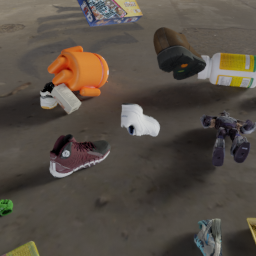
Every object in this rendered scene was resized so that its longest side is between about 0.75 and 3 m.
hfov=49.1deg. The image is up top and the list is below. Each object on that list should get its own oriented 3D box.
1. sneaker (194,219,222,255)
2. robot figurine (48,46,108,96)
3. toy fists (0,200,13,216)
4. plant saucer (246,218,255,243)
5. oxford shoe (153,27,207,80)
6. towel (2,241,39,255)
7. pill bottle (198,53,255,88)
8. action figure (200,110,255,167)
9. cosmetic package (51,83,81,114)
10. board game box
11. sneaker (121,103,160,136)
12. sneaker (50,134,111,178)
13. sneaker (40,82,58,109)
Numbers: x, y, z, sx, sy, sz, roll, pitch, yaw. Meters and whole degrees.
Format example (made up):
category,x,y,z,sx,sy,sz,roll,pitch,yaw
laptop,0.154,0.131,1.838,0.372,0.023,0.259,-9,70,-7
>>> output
category,x,y,z,sx,sy,sz,roll,pitch,yaw
sneaker,1.769,2.626,6.209,0.602,0.541,1.394,-3,27,19
robot figurine,-1.988,-2.454,12.005,2.024,1.641,2.814,34,28,29
toy fists,-3.340,2.057,7.116,0.778,0.268,0.397,-18,38,-22
plant saucer,3.290,2.519,6.507,0.872,0.211,0.872,1,35,1
oxford shoe,1.553,-2.176,8.163,1.055,1.226,2.904,-22,-13,21
towel,-2.244,3.007,5.887,0.856,0.136,1.192,-19,40,-26
pill bottle,4.553,-2.666,12.794,2.540,1.432,1.432,7,36,12
action figure,3.331,0.108,9.322,1.808,0.964,2.779,0,30,14
cosmetic package,-2.442,-1.153,11.032,1.094,0.477,0.565,49,48,5
board game box,-0.756,-4.877,10.687,2.628,1.780,0.455,-26,0,-43
sneaker,0.263,-0.064,6.876,0.551,1.478,0.644,2,70,41
sneaker,-1.398,0.589,8.378,2.069,1.195,0.783,-27,43,-32
sneaker,-3.054,-1.602,11.784,0.748,0.867,1.978,4,34,9
